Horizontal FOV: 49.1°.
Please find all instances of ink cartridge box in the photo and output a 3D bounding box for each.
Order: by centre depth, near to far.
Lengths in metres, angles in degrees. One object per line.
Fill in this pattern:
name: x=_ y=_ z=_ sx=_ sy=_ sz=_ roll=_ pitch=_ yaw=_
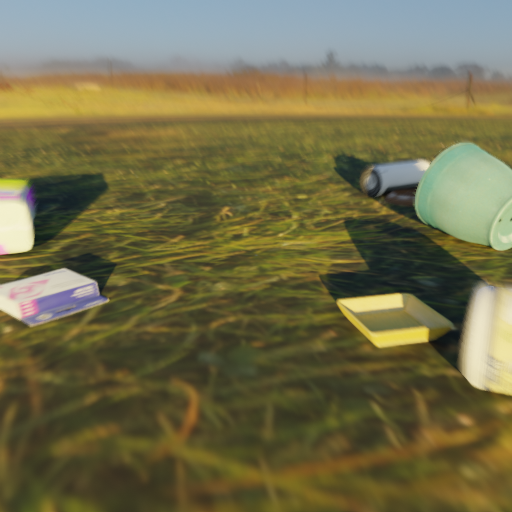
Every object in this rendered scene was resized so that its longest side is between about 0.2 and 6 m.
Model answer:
ink cartridge box: x=-2.610 y=0.483 z=7.060 sx=1.087 sy=0.235 sz=1.067 roll=13 pitch=21 yaw=40

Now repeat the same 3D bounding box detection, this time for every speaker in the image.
speaker: x=3.471 y=-1.907 z=13.775 sx=1.818 sy=0.738 sz=0.738 roll=-11 pitch=21 yaw=-32

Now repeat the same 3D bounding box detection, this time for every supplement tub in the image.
supplement tub: x=2.555 y=0.793 z=4.868 sx=1.291 sy=0.932 sz=0.932 roll=7 pitch=19 yaw=25

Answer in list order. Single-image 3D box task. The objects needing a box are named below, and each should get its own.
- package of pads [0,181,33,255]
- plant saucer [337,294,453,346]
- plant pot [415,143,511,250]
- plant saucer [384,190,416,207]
package of pads: x=-5.185 y=-0.600 z=9.267 sx=2.777 sy=0.947 sz=2.145 roll=-7 pitch=19 yaw=-19
plant saucer: x=1.513 y=0.730 z=6.261 sx=0.968 sy=0.235 sz=0.968 roll=-5 pitch=18 yaw=-13
plant pot: x=3.827 y=-0.897 z=9.499 sx=1.604 sy=1.604 sz=1.507 roll=-10 pitch=35 yaw=-28
plant saucer: x=3.552 y=-1.354 z=12.894 sx=1.180 sy=0.216 sz=1.180 roll=0 pitch=16 yaw=0
